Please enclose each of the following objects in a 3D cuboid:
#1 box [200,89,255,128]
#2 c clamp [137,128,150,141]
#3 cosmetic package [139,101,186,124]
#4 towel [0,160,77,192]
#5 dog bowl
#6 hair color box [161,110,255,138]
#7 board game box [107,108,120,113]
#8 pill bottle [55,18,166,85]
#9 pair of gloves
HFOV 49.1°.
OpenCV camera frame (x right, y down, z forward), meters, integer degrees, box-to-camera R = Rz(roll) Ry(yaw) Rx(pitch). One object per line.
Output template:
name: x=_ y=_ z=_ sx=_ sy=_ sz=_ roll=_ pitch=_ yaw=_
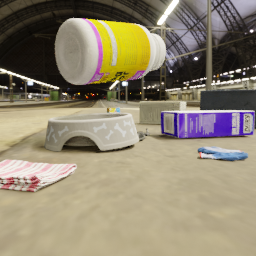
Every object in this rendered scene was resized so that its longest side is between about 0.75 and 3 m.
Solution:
box: x=4.398 y=-0.827 z=11.537 sx=2.502 sy=1.494 sz=2.545 roll=2 pitch=7 yaw=23
c clamp: x=-0.121 y=0.210 z=7.424 sx=1.485 sy=0.201 sz=1.268 roll=0 pitch=11 yaw=-4
cosmetic package: x=1.515 y=-0.672 z=12.364 sx=1.986 sy=1.045 sz=0.706 roll=5 pitch=7 yaw=32
towel: x=-1.385 y=0.546 z=3.545 sx=1.223 sy=0.183 sz=0.895 roll=2 pitch=5 yaw=17
dog bowl: x=-0.810 y=0.031 z=6.243 sx=2.092 sy=0.613 sz=2.092 roll=-3 pitch=8 yaw=0
hair color box: x=2.248 y=-0.142 z=8.078 sx=2.328 sy=0.754 sz=1.272 roll=-3 pitch=5 yaw=-14
board game box: x=-0.778 y=-0.745 z=15.058 sx=0.180 sy=0.682 sz=0.892 roll=5 pitch=7 yaw=38
pill bottle: x=-0.308 y=-1.978 z=7.335 sx=2.884 sy=1.503 sz=1.503 roll=-14 pitch=13 yaw=-42
pair of gloves: x=1.684 y=0.444 z=5.064 sx=0.818 sy=0.116 sz=1.018 roll=1 pitch=6 yaw=12
